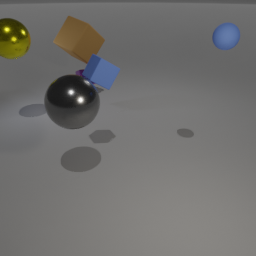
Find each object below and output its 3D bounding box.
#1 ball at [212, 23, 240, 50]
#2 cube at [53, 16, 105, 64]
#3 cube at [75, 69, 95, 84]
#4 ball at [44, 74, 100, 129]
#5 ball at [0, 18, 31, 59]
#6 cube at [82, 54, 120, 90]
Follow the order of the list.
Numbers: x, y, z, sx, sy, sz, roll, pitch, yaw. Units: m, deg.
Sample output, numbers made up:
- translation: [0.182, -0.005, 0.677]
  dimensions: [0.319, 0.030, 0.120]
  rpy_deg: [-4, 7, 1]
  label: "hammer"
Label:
- translation: [2.613, -2.436, 7.461]
  dimensions: [0.700, 0.700, 0.700]
  rpy_deg: [0, 28, 0]
  label: "ball"
- translation: [-2.204, -3.962, 12.736]
  dimensions: [1.400, 1.400, 1.400]
  rpy_deg: [32, 2, 30]
  label: "cube"
- translation: [-1.980, -2.355, 13.067]
  dimensions: [0.700, 0.700, 0.700]
  rpy_deg: [-11, 9, -25]
  label: "cube"
- translation: [-1.418, -0.662, 7.172]
  dimensions: [1.400, 1.400, 1.400]
  rpy_deg: [0, 28, 0]
  label: "ball"
- translation: [-4.182, -3.154, 9.939]
  dimensions: [1.400, 1.400, 1.400]
  rpy_deg: [0, 28, 0]
  label: "ball"
- translation: [-0.791, -1.643, 8.191]
  dimensions: [0.700, 0.700, 0.700]
  rpy_deg: [23, 11, -36]
  label: "cube"
